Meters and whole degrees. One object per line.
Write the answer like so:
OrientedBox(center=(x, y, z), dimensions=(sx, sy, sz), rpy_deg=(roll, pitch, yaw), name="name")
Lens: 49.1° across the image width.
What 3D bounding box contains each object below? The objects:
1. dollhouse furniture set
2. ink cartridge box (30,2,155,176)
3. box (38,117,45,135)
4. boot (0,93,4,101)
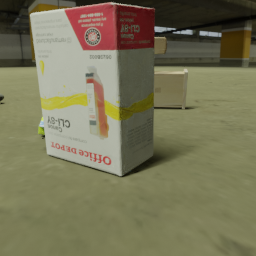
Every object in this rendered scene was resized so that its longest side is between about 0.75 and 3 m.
OrientedBox(center=(1.156, -2.337, 10.666), dimensions=(1.944, 2.813, 2.979), rpy_deg=(2, 26, 5), name="dollhouse furniture set")
OrientedBox(center=(-0.570, -0.667, 4.852), dimensions=(1.857, 2.559, 1.067), rpy_deg=(10, 21, 34), name="ink cartridge box")
OrientedBox(center=(-1.791, -0.031, 6.736), dimensions=(0.633, 0.247, 1.037), rpy_deg=(7, 13, -14), name="box")
OrientedBox(center=(-5.113, -0.994, 10.249), dimensions=(1.429, 0.570, 1.572), rpy_deg=(7, 9, 17), name="boot")
